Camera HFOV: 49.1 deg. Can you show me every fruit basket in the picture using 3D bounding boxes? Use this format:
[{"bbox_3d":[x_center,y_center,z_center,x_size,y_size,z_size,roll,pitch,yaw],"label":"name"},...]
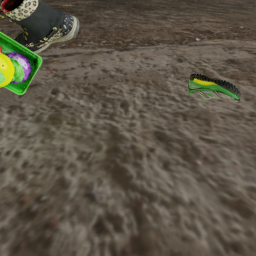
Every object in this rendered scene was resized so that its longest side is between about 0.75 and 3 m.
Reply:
[{"bbox_3d":[-3.140,-1.609,6.845,1.847,1.332,1.847,28,-4,2],"label":"fruit basket"}]

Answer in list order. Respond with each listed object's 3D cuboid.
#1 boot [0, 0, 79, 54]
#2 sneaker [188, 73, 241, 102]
[{"bbox_3d":[-3.145,-3.215,8.570,2.731,0.986,2.062,-7,-11,29],"label":"boot"},{"bbox_3d":[1.581,-0.677,5.137,0.979,0.417,0.382,22,35,18],"label":"sneaker"}]
